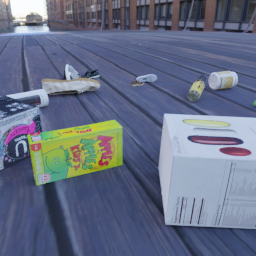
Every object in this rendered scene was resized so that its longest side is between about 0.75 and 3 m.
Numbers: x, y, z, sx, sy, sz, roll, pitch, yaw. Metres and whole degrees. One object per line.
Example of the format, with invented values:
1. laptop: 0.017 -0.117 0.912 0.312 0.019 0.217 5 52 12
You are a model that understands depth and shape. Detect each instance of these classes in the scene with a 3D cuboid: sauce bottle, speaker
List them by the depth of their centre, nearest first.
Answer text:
1. speaker: -4.427 -1.133 11.975 1.919 0.779 0.779 -17 29 -34
2. sauce bottle: 3.365 -1.976 13.503 0.573 0.573 1.770 11 46 24

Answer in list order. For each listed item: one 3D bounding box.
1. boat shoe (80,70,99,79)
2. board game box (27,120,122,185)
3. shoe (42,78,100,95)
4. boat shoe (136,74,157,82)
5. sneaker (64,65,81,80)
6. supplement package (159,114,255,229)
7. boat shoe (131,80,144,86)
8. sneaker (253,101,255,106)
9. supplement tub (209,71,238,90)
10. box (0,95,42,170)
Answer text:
1. boat shoe: -2.381 -3.295 17.133 1.446 0.479 0.540 -17 29 -33
2. board game box: -1.346 0.617 7.526 2.394 1.216 0.570 -11 26 -22
3. shoe: -2.848 -2.012 14.124 2.882 0.769 1.008 -1 -11 -11
4. boat shoe: 1.049 -2.910 16.408 1.269 0.444 0.420 -13 28 -10
5. sneaker: -3.261 -3.032 16.277 0.936 0.873 2.362 3 29 -17
6. supplement package: 1.969 0.856 6.371 2.309 1.698 2.208 2 24 1
7. boat shoe: 0.540 -2.532 15.657 0.833 0.300 0.300 -12 27 -25
8. sneaker: 6.013 -1.030 12.248 0.962 0.356 0.402 10 22 20
9. supplement tub: 5.066 -2.543 14.918 1.274 0.922 0.922 -8 26 -17
10. box: -4.009 0.268 7.959 1.743 1.513 2.637 18 31 31
